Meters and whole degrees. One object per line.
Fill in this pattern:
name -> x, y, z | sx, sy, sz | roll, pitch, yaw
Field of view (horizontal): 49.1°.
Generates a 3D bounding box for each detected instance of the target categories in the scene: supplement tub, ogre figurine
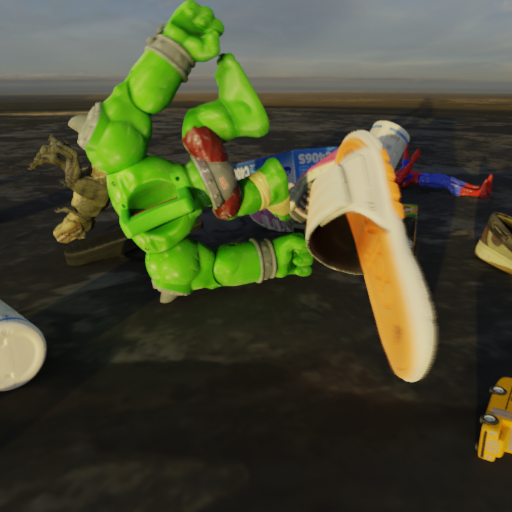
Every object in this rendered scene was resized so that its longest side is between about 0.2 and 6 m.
supplement tub -> 2.763, -2.245, 12.568 | 0.894, 1.354, 0.894 | 29, -6, 3
supplement tub -> -2.758, 0.869, 5.836 | 0.741, 0.741, 1.122 | -18, 25, -42
ogre figurine -> -0.818, -1.024, 7.279 | 2.252, 3.757, 1.843 | -28, 42, -12

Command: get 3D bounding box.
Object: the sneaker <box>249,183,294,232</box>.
sneaker -> 0.976, -1.039, 11.358 | 2.432, 0.978, 1.075 | -7, 6, -11

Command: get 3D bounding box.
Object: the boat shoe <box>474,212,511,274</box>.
boat shoe -> 4.316, -0.034, 8.339 | 0.948, 0.839, 2.590 | -8, 20, -24

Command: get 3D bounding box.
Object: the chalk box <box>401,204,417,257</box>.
chalk box -> 2.083, -0.455, 9.643 | 1.283, 0.801, 0.795 | 6, 21, 17

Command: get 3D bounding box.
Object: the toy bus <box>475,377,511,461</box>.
toy bus -> 2.181, 1.417, 4.871 | 0.376, 0.312, 0.960 | 11, 21, 28

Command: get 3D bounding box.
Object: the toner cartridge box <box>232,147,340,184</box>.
toner cartridge box -> 0.713, -1.961, 13.042 | 1.597, 0.726, 3.363 | -10, 7, -25

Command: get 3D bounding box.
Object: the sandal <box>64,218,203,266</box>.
sandal -> -2.000, -0.177, 9.445 | 2.325, 0.556, 0.874 | -15, 21, -6

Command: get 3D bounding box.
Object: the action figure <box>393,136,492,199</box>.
action figure -> 4.491, -2.323, 14.413 | 2.923, 1.447, 0.954 | 8, 20, 30

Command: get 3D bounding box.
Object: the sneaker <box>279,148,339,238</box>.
sneaker -> 1.143, -0.888, 9.027 | 0.907, 1.075, 2.458 | -36, -3, -29

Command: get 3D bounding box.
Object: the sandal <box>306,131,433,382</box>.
sandal -> 1.040, -0.173, 6.043 | 0.911, 1.217, 3.178 | -2, 51, -8

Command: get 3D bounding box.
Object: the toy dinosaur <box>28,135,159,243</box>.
toy dinosaur -> -2.734, -1.240, 8.763 | 3.257, 1.435, 0.773 | -29, 34, 48
